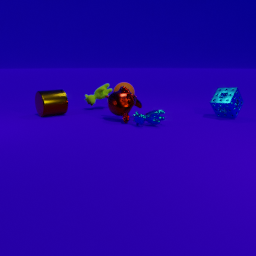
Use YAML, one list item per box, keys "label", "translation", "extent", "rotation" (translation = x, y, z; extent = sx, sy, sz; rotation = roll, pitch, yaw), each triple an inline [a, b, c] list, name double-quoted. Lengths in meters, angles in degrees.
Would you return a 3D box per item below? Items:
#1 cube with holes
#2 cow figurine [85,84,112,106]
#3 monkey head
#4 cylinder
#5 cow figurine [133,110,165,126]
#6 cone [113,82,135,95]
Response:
- label: "cube with holes"
  translation: [3.605, -0.929, 10.209]
  extent: [0.776, 0.776, 0.776]
  rotation: [7, 55, 47]
- label: "cow figurine"
  translation: [-1.318, -1.445, 12.239]
  extent: [1.061, 0.592, 1.079]
  rotation: [-20, 20, 34]
- label: "monkey head"
  translation: [-0.126, -0.829, 9.954]
  extent: [1.197, 1.002, 1.664]
  rotation: [33, 15, -46]
- label: "cylinder"
  translation: [-2.935, -0.964, 10.745]
  extent: [0.978, 0.978, 0.978]
  rotation: [-10, 17, -35]
- label: "cow figurine"
  translation: [0.665, -0.355, 9.107]
  extent: [0.893, 0.498, 0.907]
  rotation: [4, 16, 28]
- label: "cone"
  translation: [-0.106, -1.456, 12.049]
  extent: [0.968, 0.968, 0.971]
  rotation: [-2, 12, -9]
